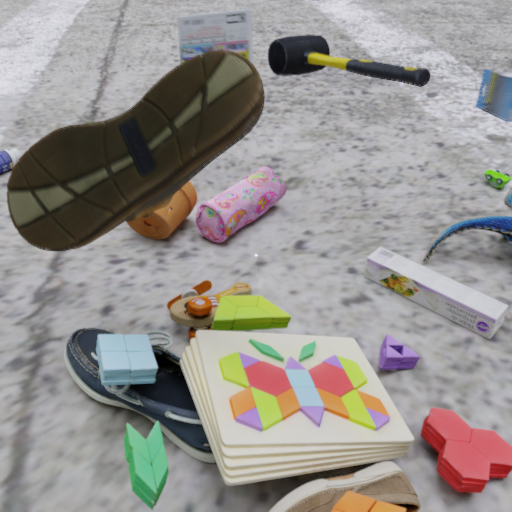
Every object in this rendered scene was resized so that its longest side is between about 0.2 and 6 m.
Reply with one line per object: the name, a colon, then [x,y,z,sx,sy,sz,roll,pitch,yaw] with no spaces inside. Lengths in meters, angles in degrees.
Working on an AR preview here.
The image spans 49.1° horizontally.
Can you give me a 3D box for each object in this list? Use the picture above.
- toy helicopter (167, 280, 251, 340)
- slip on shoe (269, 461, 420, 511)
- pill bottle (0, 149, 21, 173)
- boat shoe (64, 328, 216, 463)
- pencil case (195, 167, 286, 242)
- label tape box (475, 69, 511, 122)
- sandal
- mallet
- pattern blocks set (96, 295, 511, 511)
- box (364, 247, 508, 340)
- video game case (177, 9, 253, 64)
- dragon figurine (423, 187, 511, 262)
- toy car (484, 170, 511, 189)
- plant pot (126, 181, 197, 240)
toy helicopter: [-0.718,0.725,8.887,1.016,0.606,1.536,21,30,39]
slip on shoe: [0.918,2.762,5.969,1.787,0.679,0.541,-8,30,-23]
pill bottle: [-5.708,-2.139,12.645,0.449,0.449,0.750,27,45,31]
boat shoe: [-1.417,1.576,7.276,2.930,0.906,1.097,27,43,30]
pencil case: [-0.283,-1.034,10.810,0.868,0.868,1.986,25,44,29]
label tape box: [3.975,-2.601,9.024,0.288,0.656,0.909,-3,30,-11]
sandal: [-1.387,-1.084,6.481,3.510,0.958,1.434,-29,71,15]
mallet: [1.625,-3.232,9.399,1.083,0.677,3.288,-23,35,-36]
pattern blocks set: [0.504,1.647,6.643,4.434,0.359,3.897,-4,34,-33]
box: [2.828,0.553,9.057,2.292,0.443,0.475,28,45,32]
video game case: [-0.804,-4.122,11.149,1.487,1.353,0.164,-2,7,10]
dragon figurine: [5.351,-0.300,9.450,4.543,1.337,2.259,-8,37,-13]
toy car: [5.432,-1.482,11.904,1.336,0.298,1.257,-26,43,-31]
plant pot: [-1.870,-0.938,10.467,1.319,1.319,0.923,10,54,13]
